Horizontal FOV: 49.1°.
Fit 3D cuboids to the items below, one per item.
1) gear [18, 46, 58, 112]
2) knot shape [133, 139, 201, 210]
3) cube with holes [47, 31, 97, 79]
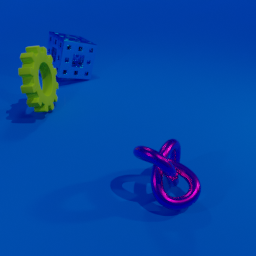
[{"bbox_3d":[-2.415,-1.333,7.732,0.326,1.764,1.764,-3,31,8],"label":"gear"},{"bbox_3d":[0.762,0.831,5.059,1.386,0.641,1.297,12,45,-50],"label":"knot shape"},{"bbox_3d":[-2.074,-2.592,10.058,1.267,1.267,1.267,-4,30,-38],"label":"cube with holes"}]
